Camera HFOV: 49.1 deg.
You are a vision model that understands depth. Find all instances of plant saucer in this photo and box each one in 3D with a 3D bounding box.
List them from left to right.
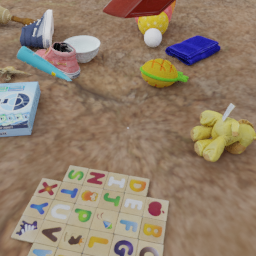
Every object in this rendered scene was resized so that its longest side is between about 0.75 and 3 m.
[{"bbox_3d":[0.945,-3.551,6.870,0.467,2.542,2.537,58,38,-2],"label":"plant saucer"}]

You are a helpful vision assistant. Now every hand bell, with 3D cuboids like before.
[{"bbox_3d":[-4.953,-4.775,12.289,2.271,1.182,1.182,15,43,-3],"label":"hand bell"}]

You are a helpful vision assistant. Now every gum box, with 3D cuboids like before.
[{"bbox_3d":[-3.436,-0.553,7.845,1.645,0.431,1.936,-4,43,-4],"label":"gum box"}]

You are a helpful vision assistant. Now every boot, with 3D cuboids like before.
[{"bbox_3d":[-3.644,-4.080,11.320,1.135,0.914,2.512,-1,43,-9],"label":"boot"}]

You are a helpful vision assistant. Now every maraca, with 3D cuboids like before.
[{"bbox_3d":[1.149,-1.718,8.855,1.619,0.866,1.110,1,36,-25],"label":"maraca"}]

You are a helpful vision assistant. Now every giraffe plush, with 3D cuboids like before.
[{"bbox_3d":[2.424,0.160,6.646,1.201,1.481,1.278,15,44,-27],"label":"giraffe plush"}]

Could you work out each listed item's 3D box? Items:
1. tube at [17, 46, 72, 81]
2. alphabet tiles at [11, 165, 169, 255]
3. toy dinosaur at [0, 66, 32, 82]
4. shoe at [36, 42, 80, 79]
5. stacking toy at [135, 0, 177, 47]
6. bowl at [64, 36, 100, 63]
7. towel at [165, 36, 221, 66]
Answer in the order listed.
[{"bbox_3d":[-1.825,-1.366,6.210,1.230,0.310,0.476,29,14,-6],"label":"tube"},{"bbox_3d":[-0.671,1.792,5.532,2.833,0.090,2.358,9,43,9],"label":"alphabet tiles"},{"bbox_3d":[-3.974,-1.868,9.318,1.359,0.396,0.687,8,42,9],"label":"toy dinosaur"},{"bbox_3d":[-2.495,-2.525,9.590,2.146,0.976,0.767,30,50,29],"label":"shoe"},{"bbox_3d":[1.045,-4.394,11.324,2.046,2.046,2.801,1,58,1],"label":"stacking toy"},{"bbox_3d":[-1.657,-2.790,10.156,1.355,0.609,1.355,0,43,0],"label":"bowl"},{"bbox_3d":[2.457,-3.009,10.517,1.779,0.441,1.313,-28,50,-27],"label":"towel"}]
